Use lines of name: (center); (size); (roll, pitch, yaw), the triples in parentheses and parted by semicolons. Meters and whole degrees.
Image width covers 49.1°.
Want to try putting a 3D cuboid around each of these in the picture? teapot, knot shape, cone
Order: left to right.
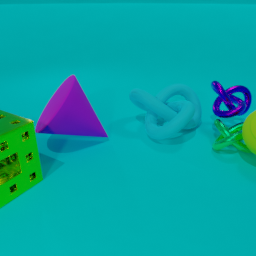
cone: (-1.072, -0.169, 6.594); (1.547, 1.541, 1.541); (34, 14, -25)
knot shape: (1.164, -0.529, 7.448); (1.920, 0.948, 2.052); (-12, 37, -27)
knot shape: (2.583, -0.663, 7.122); (1.218, 0.563, 1.140); (26, 50, 0)
knot shape: (2.454, 0.206, 6.569); (1.152, 0.569, 1.231); (-24, 34, -39)
teapot: (3.025, 0.115, 5.904); (1.158, 0.912, 1.863); (6, 64, 22)

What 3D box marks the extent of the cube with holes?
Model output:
cube with holes: (-2.570, 0.534, 5.089); (1.297, 1.297, 1.297); (16, 30, 29)
